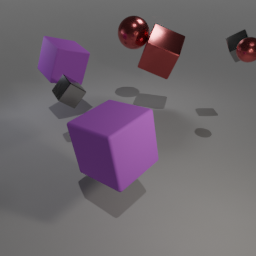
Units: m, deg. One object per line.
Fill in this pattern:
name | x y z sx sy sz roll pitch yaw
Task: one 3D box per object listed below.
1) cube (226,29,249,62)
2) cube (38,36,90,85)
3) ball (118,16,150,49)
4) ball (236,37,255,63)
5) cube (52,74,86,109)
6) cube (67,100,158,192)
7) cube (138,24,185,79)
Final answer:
cube | 4.012 -2.924 10.023 0.700 0.700 0.700 -20 57 30
cube | -2.591 -2.681 11.208 1.400 1.400 1.400 -3 34 -40
ball | 0.248 -4.166 12.262 1.400 1.400 1.400 0 29 0
ball | 3.441 -2.219 7.958 0.700 0.700 0.700 0 29 0
cube | -1.938 -1.195 9.188 0.700 0.700 0.700 27 15 -45
cube | -0.310 0.332 6.471 1.400 1.400 1.400 17 38 40
cube | 1.395 -3.191 11.757 1.400 1.400 1.400 22 54 -1
